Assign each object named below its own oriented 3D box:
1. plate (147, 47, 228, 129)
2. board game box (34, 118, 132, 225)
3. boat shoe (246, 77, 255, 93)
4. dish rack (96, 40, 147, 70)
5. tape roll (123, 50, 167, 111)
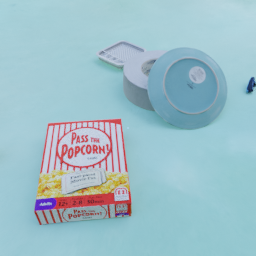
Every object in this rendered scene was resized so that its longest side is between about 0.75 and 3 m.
[{"bbox_3d":[1.786,-1.199,8.111,2.468,0.315,2.468,1,84,-8],"label":"plate"},{"bbox_3d":[-1.030,0.902,6.770,1.996,0.610,2.635,-4,44,-5],"label":"board game box"},{"bbox_3d":[4.219,-1.437,9.487,0.260,0.319,0.759,8,55,34],"label":"boat shoe"},{"bbox_3d":[-0.247,-2.812,10.861,1.426,0.362,1.662,30,51,29],"label":"dish rack"},{"bbox_3d":[1.060,-1.635,9.293,2.475,0.818,2.475,0,43,0],"label":"tape roll"}]
